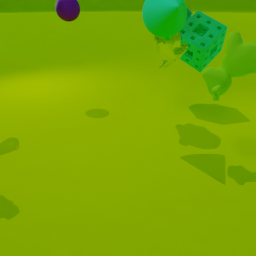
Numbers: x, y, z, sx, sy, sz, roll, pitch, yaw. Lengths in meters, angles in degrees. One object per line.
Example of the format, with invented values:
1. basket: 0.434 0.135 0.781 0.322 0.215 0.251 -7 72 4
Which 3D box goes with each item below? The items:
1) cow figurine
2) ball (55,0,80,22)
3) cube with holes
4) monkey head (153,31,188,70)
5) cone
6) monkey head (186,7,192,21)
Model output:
1. cow figurine: 2.482 -1.341 6.280 1.549 1.524 0.850 7 7 26
2. ball: -2.127 -4.226 9.915 0.862 0.862 0.862 0 25 0
3. cube with holes: 2.532 -3.058 9.961 1.247 1.247 1.247 40 78 21
4. monkey head: 1.152 -2.466 8.597 1.031 1.230 1.710 39 37 -10
5. cone: 1.014 -2.774 6.593 1.174 1.174 1.179 -3 15 -7
6. monkey head: 1.959 -4.191 10.271 1.583 0.954 1.139 32 -26 -17
